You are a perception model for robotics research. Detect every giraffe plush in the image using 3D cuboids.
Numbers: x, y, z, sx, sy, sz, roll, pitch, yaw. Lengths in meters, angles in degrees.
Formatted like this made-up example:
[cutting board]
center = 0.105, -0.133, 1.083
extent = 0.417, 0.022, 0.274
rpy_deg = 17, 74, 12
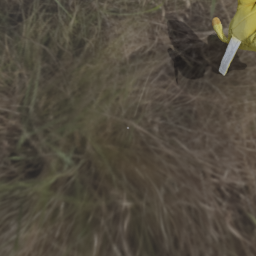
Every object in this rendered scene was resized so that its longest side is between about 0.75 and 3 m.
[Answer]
[giraffe plush]
center = 3.281, -2.150, 5.513
extent = 2.156, 2.659, 2.294
rpy_deg = -3, 55, -22
